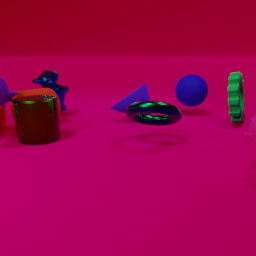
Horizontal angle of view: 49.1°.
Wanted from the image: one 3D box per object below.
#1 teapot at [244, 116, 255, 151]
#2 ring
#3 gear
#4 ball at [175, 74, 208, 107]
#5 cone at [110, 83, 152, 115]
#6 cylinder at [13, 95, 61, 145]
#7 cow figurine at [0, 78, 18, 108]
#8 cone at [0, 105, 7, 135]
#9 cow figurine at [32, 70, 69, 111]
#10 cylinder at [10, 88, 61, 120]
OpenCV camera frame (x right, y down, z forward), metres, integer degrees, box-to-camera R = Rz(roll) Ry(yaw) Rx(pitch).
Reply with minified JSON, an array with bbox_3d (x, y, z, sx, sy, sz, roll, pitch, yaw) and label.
[{"bbox_3d":[2.453,0.101,5.058,0.638,0.810,1.303,-8,-8,11],"label":"teapot"},{"bbox_3d":[0.639,-0.342,6.945,1.392,0.278,1.392,5,-14,1],"label":"ring"},{"bbox_3d":[3.372,-0.939,8.670,0.282,1.526,1.526,-1,13,30],"label":"gear"},{"bbox_3d":[2.254,-1.328,9.943,1.151,1.151,1.151,0,16,0],"label":"ball"},{"bbox_3d":[0.032,-0.725,8.988,1.253,1.249,1.249,-9,16,-1],"label":"cone"},{"bbox_3d":[-2.335,-0.243,7.227,1.087,1.087,1.087,-1,15,0],"label":"cylinder"},{"bbox_3d":[-3.270,-0.862,6.590,0.797,1.428,1.451,-29,39,1],"label":"cow figurine"},{"bbox_3d":[-4.406,-0.461,7.535,1.611,1.605,1.605,-10,16,-2],"label":"cone"},{"bbox_3d":[-2.660,-1.211,9.736,0.849,1.547,1.522,11,13,14],"label":"cow figurine"},{"bbox_3d":[-2.838,-0.642,8.619,1.085,1.085,1.085,12,19,35],"label":"cylinder"}]
